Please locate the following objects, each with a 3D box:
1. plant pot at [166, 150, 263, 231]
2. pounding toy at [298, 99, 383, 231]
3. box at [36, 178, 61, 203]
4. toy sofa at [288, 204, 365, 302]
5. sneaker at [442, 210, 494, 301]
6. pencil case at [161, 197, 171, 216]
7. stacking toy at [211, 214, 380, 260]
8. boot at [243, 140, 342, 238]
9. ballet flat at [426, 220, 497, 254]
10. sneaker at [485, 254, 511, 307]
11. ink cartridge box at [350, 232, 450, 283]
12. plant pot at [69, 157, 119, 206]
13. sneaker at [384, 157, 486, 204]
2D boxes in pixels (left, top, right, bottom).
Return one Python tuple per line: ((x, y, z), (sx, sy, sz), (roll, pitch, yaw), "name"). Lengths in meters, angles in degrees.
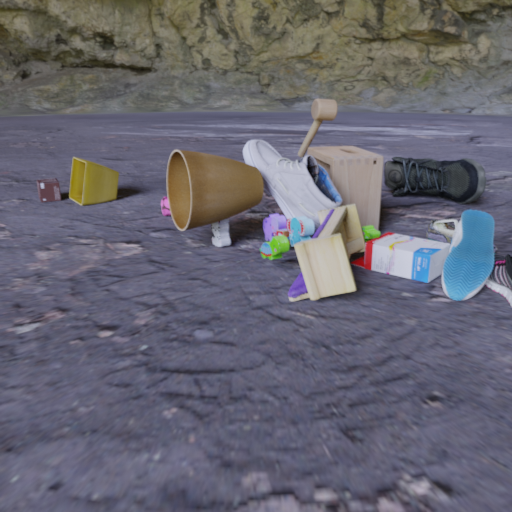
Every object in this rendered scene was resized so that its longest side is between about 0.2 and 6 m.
((-0.762, -1.340, 11.216), (1.687, 1.572, 1.572), (-6, 19, -24), "plant pot")
((1.969, -2.176, 13.169), (1.341, 2.932, 2.576), (-4, 19, -12), "pounding toy")
((-5.937, -1.883, 16.037), (0.555, 0.561, 0.676), (-9, 20, -24), "box")
((1.180, -0.115, 9.713), (1.147, 0.973, 2.350), (-11, 14, 20), "toy sofa")
((3.681, 0.102, 9.713), (0.765, 0.808, 2.001), (18, 49, 20), "sneaker")
((-1.756, -1.340, 14.275), (1.289, 0.585, 0.604), (-6, 30, 4), "pencil case")
((0.652, -0.568, 11.332), (2.263, 0.705, 3.001), (-11, 12, -27), "stacking toy")
((0.794, -1.712, 11.564), (0.963, 1.252, 2.619), (-21, 68, -41), "boot")
((4.299, -0.454, 11.813), (0.586, 0.586, 1.629), (-14, 23, -35), "ballet flat")
((4.328, 0.244, 9.179), (0.763, 0.905, 2.069), (1, 19, 2), "sneaker")
((2.684, -0.023, 10.537), (1.610, 0.541, 0.935), (14, 23, 37), "ink cartridge box")
((-4.561, -2.080, 15.887), (1.050, 1.190, 1.190), (1, 15, -36), "plant pot")
((4.863, -2.142, 15.816), (1.913, 1.276, 3.339), (-7, 17, -16), "sneaker")
